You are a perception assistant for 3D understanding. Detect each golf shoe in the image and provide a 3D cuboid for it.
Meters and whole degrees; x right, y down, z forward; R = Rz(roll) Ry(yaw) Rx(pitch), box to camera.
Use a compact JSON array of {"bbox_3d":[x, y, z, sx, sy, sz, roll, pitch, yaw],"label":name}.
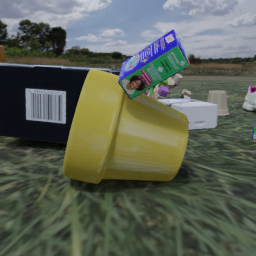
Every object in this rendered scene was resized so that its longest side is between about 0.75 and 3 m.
[{"bbox_3d":[5.300,-1.045,10.733,0.882,1.072,2.343,-3,15,-16],"label":"golf shoe"}]

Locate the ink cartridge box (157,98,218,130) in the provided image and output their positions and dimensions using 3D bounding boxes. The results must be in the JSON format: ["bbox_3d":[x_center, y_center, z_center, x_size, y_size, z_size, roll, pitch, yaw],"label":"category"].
[{"bbox_3d":[1.841,-0.492,9.001,1.264,0.736,1.749,-5,14,-19],"label":"ink cartridge box"}]

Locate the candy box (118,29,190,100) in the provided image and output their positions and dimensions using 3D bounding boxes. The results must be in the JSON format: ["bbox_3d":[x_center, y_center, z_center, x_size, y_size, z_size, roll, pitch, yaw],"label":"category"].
[{"bbox_3d":[0.335,-0.862,3.753,0.884,0.340,0.747,-30,26,22],"label":"candy box"}]

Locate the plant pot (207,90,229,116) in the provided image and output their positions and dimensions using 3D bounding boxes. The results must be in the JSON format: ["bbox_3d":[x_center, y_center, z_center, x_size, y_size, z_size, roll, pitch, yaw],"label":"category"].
[{"bbox_3d":[3.455,-0.996,10.863,0.970,0.888,0.970,0,13,0],"label":"plant pot"}]

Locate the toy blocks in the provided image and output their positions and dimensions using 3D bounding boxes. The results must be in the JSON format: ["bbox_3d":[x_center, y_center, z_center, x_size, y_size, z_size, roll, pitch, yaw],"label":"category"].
[{"bbox_3d":[1.089,-1.261,11.234,2.182,1.837,2.039,21,39,-15],"label":"toy blocks"}]

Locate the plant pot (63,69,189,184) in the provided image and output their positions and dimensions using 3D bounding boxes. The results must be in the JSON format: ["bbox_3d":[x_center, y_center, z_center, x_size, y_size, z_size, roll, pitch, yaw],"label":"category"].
[{"bbox_3d":[-0.004,0.105,4.581,1.683,1.789,1.789,14,12,-5],"label":"plant pot"}]

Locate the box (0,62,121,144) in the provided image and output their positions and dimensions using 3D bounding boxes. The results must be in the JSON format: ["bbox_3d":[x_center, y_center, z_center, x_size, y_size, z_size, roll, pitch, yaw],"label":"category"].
[{"bbox_3d":[-1.367,-0.730,7.341,2.866,1.776,2.817,6,12,14],"label":"box"}]

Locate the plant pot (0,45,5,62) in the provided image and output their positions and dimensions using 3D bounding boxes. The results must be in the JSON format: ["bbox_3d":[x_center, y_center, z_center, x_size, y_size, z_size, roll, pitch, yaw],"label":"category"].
[{"bbox_3d":[-4.559,-0.953,7.333,2.605,2.385,2.605,1,12,0],"label":"plant pot"}]

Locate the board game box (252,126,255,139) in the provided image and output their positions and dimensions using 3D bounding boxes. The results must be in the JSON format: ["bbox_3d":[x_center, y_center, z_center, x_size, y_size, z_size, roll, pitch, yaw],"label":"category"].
[{"bbox_3d":[4.290,0.077,7.471,1.243,0.317,1.837,13,18,43],"label":"board game box"}]
